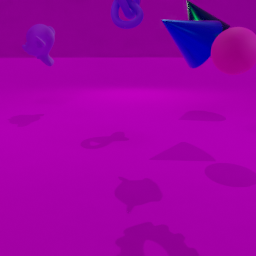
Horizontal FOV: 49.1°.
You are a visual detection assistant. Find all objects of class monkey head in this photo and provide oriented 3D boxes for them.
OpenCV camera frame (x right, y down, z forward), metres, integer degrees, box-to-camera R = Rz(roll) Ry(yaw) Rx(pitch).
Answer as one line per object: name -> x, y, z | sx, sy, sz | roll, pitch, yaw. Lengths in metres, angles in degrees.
monkey head -> -2.949, -2.933, 9.845 | 1.122, 1.339, 1.862 | -40, 22, 20

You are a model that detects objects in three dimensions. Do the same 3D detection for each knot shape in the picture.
knot shape -> -0.061, -3.383, 7.851 | 1.407, 1.317, 0.650 | 1, -17, -45

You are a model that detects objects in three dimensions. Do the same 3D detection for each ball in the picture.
ball -> 2.146, -1.534, 5.612 | 0.926, 0.926, 0.926 | 0, 16, 0

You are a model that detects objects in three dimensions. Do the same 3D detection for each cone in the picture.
cone -> 1.319, -2.250, 6.640 | 1.249, 1.244, 1.244 | 23, 8, -19
cone -> 2.569, -3.912, 10.148 | 1.598, 1.604, 1.598 | -33, 11, 7
